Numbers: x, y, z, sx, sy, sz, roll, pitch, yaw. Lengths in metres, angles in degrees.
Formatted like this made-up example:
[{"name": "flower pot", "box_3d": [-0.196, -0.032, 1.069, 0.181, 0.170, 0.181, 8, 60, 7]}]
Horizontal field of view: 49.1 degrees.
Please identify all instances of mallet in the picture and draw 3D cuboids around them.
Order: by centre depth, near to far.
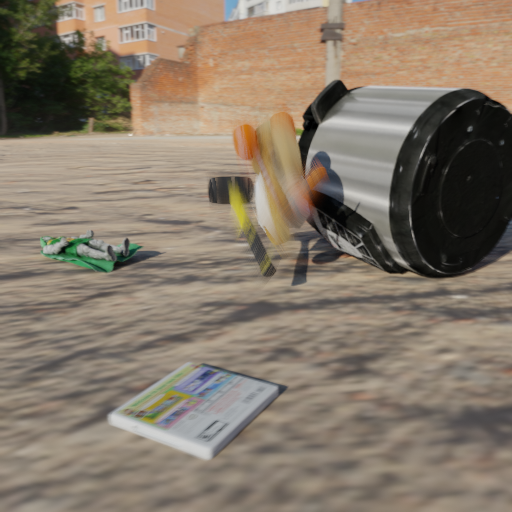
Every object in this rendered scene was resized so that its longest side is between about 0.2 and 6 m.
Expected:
[{"name": "mallet", "box_3d": [-0.062, -0.517, 8.777, 0.729, 0.455, 2.213, -10, 47, -27]}]

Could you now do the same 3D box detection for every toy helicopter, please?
[{"name": "toy helicopter", "box_3d": [0.369, -0.946, 8.023, 0.799, 2.026, 1.340, -25, 46, -24]}]

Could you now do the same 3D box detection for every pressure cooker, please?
[{"name": "pressure cooker", "box_3d": [2.424, -1.437, 10.028, 3.150, 3.102, 3.526, -6, 19, -34]}]

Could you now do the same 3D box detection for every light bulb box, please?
[{"name": "light bulb box", "box_3d": [0.408, -0.913, 9.213, 0.758, 0.765, 0.477, 3, -31, -19]}]

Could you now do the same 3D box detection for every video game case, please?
[{"name": "video game case", "box_3d": [-0.547, 1.397, 5.253, 1.093, 0.132, 1.200, 9, 18, 29]}]

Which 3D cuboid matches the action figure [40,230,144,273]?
[{"name": "action figure", "box_3d": [-3.235, -0.147, 10.231, 2.054, 0.562, 1.213, 5, 19, 30]}]
